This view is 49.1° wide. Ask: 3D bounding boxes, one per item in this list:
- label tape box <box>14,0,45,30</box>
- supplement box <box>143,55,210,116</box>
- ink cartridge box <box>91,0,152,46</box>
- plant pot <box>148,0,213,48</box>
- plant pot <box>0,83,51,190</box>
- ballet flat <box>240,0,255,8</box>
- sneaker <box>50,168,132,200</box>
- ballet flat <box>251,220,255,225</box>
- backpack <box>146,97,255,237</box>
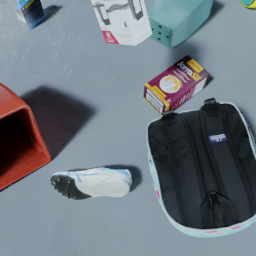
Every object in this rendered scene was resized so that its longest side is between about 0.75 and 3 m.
[{"bbox_3d":[-3.680,-4.468,10.378,0.442,1.337,0.958,29,67,13],"label":"label tape box"},{"bbox_3d":[1.561,-1.366,9.130,1.916,0.821,1.057,-37,69,-16],"label":"supplement box"},{"bbox_3d":[-0.191,-2.429,5.605,0.992,1.366,0.570,21,53,43],"label":"ink cartridge box"},{"bbox_3d":[1.798,-4.191,10.159,1.636,1.635,2.315,33,74,15],"label":"plant pot"},{"bbox_3d":[-3.945,0.110,7.508,2.538,2.535,2.236,-30,58,-21],"label":"plant pot"},{"bbox_3d":[4.681,-6.049,11.501,0.983,0.980,2.933,-8,65,-28],"label":"ballet flat"},{"bbox_3d":[-1.020,1.495,7.849,2.294,0.824,0.831,0,24,8],"label":"sneaker"},{"bbox_3d":[3.196,2.126,7.709,0.381,0.370,1.070,-20,63,-30],"label":"ballet flat"},{"bbox_3d":[1.898,1.153,7.030,2.656,2.253,2.992,-14,56,6],"label":"backpack"}]
